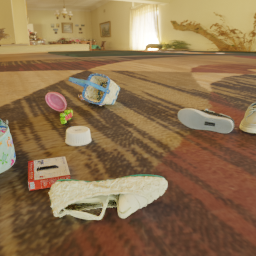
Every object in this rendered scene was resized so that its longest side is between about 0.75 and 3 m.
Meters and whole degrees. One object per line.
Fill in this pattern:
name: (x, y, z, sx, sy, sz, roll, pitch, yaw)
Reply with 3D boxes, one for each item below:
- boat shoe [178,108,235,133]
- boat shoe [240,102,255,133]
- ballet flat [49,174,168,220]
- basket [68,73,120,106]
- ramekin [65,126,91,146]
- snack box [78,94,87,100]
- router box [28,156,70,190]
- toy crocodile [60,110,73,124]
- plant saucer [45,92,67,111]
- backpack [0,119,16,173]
boat shoe: (3.151, -0.399, 11.313, 2.217, 0.819, 0.757, 10, 26, 24)
boat shoe: (5.158, -0.506, 11.505, 0.885, 0.903, 2.537, 10, 22, 25)
ballet flat: (-0.422, 1.596, 6.148, 2.631, 0.944, 0.944, -3, 20, 0)
basket: (-1.691, -2.054, 14.431, 2.277, 1.584, 2.008, 24, -2, -43)
ramekin: (-1.790, 0.261, 10.062, 0.931, 0.454, 0.931, 0, 20, 0)
snack box: (-2.618, -1.799, 16.231, 0.356, 0.120, 0.989, -7, 21, -18)
router box: (-2.177, 1.209, 7.682, 1.052, 0.286, 1.172, -7, 21, -18)
toy crocodile: (-2.665, -0.509, 12.249, 0.364, 0.398, 1.179, 1, 21, 13)
plant saucer: (-3.409, -1.302, 13.418, 1.109, 1.109, 0.281, 8, 45, 20)
backpack: (-4.416, 0.397, 7.700, 2.320, 1.967, 2.613, -18, 33, -31)
